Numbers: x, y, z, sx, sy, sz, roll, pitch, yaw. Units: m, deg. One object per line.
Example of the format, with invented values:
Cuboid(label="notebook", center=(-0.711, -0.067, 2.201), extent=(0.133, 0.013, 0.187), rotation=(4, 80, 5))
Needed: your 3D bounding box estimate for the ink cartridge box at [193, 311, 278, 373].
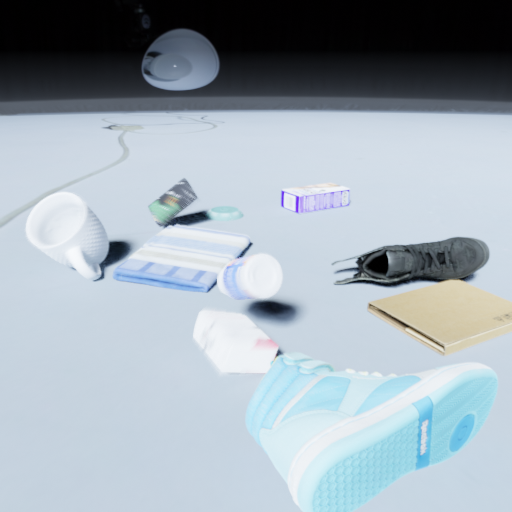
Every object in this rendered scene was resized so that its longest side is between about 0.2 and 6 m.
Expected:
Cuboid(label="ink cartridge box", center=(-0.288, 1.094, 7.186), extent=(0.715, 0.416, 0.982), rotation=(9, 15, -30))

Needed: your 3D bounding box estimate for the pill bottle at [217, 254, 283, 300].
Cuboid(label="pill bottle", center=(-0.119, 0.280, 6.939), extent=(0.528, 0.528, 0.942), rotation=(-12, 0, -29))

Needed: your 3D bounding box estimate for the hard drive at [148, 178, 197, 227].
Cuboid(label="hard drive", center=(-1.838, -1.173, 12.296), extent=(1.057, 0.200, 0.739), rotation=(-37, 43, 3))

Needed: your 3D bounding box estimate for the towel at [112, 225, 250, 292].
Cuboid(label="towel", center=(-1.312, 0.013, 10.573), extent=(1.877, 0.304, 2.556), rotation=(8, 23, 14))

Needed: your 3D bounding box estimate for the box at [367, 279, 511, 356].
Cuboid(label="box", center=(2.919, 0.848, 8.419), extent=(1.932, 0.205, 1.579), rotation=(-12, 23, -27))

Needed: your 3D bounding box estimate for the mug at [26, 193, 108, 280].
Cuboid(label="mug", center=(-3.149, -0.200, 9.876), extent=(1.082, 1.285, 1.466), rotation=(-31, 61, -1))

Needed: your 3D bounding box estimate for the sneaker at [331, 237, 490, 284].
Cuboid(label="sneaker", center=(2.527, 0.129, 9.314), extent=(2.330, 0.700, 1.215), rotation=(-6, 2, 40))

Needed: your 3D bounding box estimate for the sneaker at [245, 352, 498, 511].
Cuboid(label="sneaker", center=(1.079, 1.407, 5.733), extent=(2.615, 1.040, 1.707), rotation=(-12, 25, -31))

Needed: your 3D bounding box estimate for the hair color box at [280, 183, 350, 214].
Cuboid(label="hair color box", center=(1.518, -1.491, 14.346), extent=(1.579, 0.512, 0.863), rotation=(-10, 22, -29))

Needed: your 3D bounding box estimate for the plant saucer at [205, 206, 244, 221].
Cuboid(label="plant saucer", center=(-0.770, -1.052, 13.635), extent=(0.935, 0.168, 0.935), rotation=(0, 21, 0))
